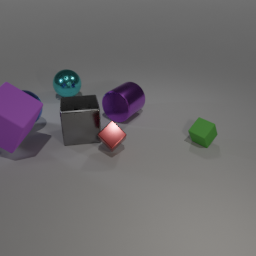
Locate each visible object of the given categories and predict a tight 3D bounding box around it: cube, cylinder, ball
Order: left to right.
[{"bbox_3d":[-3.863,-0.341,9.090,1.400,1.400,1.400,32,38,-10],"label":"cube"},{"bbox_3d":[-4.058,-0.776,10.910,1.400,1.400,1.400,0,29,0],"label":"ball"},{"bbox_3d":[-3.015,-2.200,13.891,1.400,1.400,1.400,0,29,0],"label":"ball"},{"bbox_3d":[-1.797,-0.328,10.650,1.400,1.400,1.400,-6,29,-10],"label":"cube"},{"bbox_3d":[-0.542,0.296,9.602,0.700,0.700,0.700,44,78,8],"label":"cube"},{"bbox_3d":[-0.174,-1.140,12.103,1.400,1.400,1.400,16,33,27],"label":"cylinder"},{"bbox_3d":[2.737,0.169,10.211,0.700,0.700,0.700,29,72,39],"label":"cube"}]
